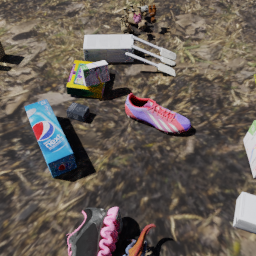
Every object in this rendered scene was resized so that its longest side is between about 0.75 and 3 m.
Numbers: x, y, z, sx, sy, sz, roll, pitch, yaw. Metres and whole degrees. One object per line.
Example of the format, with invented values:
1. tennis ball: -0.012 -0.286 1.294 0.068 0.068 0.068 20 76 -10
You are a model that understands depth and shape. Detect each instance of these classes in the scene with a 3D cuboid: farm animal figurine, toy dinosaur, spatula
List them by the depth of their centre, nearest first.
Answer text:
1. toy dinosaur: -0.011 3.450 7.416 0.857 1.632 1.481 18 14 17
2. spatula: 1.148 -3.456 13.213 2.520 0.202 1.752 19 56 -12
3. farm animal figurine: 0.428 -5.822 15.141 2.238 1.167 2.213 -24 42 -10

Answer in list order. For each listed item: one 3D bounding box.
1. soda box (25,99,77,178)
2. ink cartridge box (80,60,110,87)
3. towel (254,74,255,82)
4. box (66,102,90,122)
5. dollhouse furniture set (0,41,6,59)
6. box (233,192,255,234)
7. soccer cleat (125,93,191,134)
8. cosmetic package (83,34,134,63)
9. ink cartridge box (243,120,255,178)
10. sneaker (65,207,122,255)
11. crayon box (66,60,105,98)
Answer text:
1. soda box: -2.832 0.297 10.141 0.917 0.970 2.859 -23 55 -18
2. ink cartridge box: -1.340 -2.251 11.553 1.085 0.785 0.455 -18 38 -16
3. towel: 5.997 -2.072 12.656 0.425 0.089 0.988 4 51 5
4. box: -2.000 -0.640 11.277 0.752 0.403 0.558 18 53 14
5. dollhouse furniture set: -7.226 -3.747 13.136 1.785 1.455 1.698 13 52 11
6. box: 3.796 2.603 8.478 0.965 0.630 0.960 16 53 13
7. soccer cleat: 1.126 -0.560 10.814 2.677 1.023 0.893 20 53 16
8. cosmetic package: -0.920 -3.870 13.627 2.374 0.846 1.204 -1 51 -1
9. ink cartridge box: 4.649 0.896 9.484 0.700 1.218 2.079 2 50 0
10. sneaker: -1.158 3.437 7.590 1.418 1.174 2.972 8 43 13
11. crayon box: -1.765 -2.175 12.399 1.527 0.516 1.770 8 53 -1
